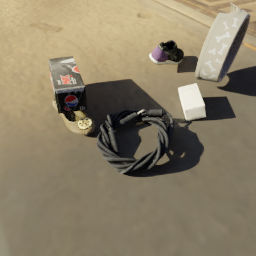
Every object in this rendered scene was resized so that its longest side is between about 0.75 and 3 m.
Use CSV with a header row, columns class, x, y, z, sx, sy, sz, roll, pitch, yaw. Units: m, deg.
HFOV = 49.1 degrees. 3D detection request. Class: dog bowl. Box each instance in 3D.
class,x,y,z,sx,sy,sz,roll,pitch,yaw
dog bowl,2.928,-2.490,8.568,0.710,2.423,2.423,27,48,20

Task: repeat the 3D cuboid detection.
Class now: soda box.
class,x,y,z,sx,sy,sz,roll,pitch,yaw
soda box,-1.791,-1.335,8.152,0.835,0.748,2.361,-10,35,-14

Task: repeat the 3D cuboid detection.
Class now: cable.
class,x,y,z,sx,sy,sz,roll,pitch,yaw
cable,0.136,0.210,7.224,1.924,0.599,2.358,14,44,14

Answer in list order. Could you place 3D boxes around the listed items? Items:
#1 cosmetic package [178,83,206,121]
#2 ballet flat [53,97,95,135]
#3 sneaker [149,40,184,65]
class,x,y,z,sx,sy,sz,roll,pitch,yaw
cosmetic package,1.890,-0.783,8.315,0.601,0.474,1.117,-12,43,11
ballet flat,-1.612,-0.457,8.044,0.682,0.469,2.025,-25,45,-26
sneaker,1.615,-2.768,10.101,1.813,0.794,0.686,-23,69,-45
